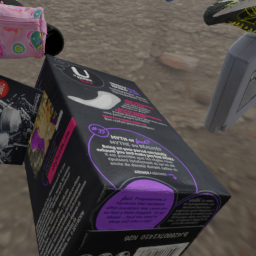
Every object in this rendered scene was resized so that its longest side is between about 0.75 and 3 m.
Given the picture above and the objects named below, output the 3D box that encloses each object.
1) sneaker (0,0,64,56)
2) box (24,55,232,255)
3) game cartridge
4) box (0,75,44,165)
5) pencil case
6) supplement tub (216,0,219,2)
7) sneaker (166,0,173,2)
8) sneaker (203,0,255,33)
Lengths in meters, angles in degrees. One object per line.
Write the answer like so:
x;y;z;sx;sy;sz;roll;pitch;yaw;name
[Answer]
-2.373;-2.364;6.265;1.146;0.817;2.311;35;8;40;sneaker
-0.318;0.355;3.545;1.571;1.363;2.570;12;29;-33;box
2.689;-1.250;5.915;0.600;1.925;2.891;30;45;32;game cartridge
-1.343;-0.107;2.732;0.432;0.756;0.830;14;87;30;box
-1.367;-0.913;2.554;1.193;0.521;0.521;0;40;-21;pencil case
2.841;-3.528;7.206;1.557;1.124;1.124;17;19;-51;supplement tub
2.181;-4.628;9.317;2.026;0.903;0.796;-10;53;36;sneaker
1.998;-1.864;4.666;1.541;0.652;0.574;-17;29;-9;sneaker
